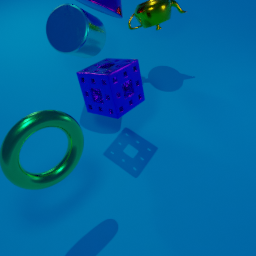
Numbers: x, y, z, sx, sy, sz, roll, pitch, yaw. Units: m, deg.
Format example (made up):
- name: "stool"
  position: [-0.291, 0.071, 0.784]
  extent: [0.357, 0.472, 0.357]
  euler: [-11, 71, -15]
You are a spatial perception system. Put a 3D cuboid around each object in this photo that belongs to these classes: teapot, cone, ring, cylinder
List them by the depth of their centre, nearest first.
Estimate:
- name: "ring"
  position: [-1.534, 0.424, 5.194]
  extent: [1.607, 1.607, 0.321]
  euler: [-36, 42, -23]
- name: "cylinder"
  position: [-1.389, -2.605, 7.692]
  extent: [1.241, 1.241, 1.241]
  euler: [21, 14, 14]
- name: "cone"
  position: [-0.638, -4.305, 8.039]
  extent: [1.667, 1.674, 1.667]
  euler: [21, 14, -5]
- name: "teapot"
  position: [0.880, -3.526, 8.675]
  extent: [1.901, 0.931, 1.182]
  euler: [-20, 21, 4]

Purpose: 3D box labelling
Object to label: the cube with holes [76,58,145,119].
- name: "cube with holes"
  position: [-0.406, -1.036, 7.037]
  extent: [1.096, 1.096, 1.096]
  euler: [14, 37, 39]
